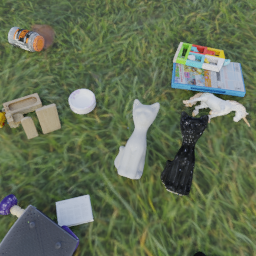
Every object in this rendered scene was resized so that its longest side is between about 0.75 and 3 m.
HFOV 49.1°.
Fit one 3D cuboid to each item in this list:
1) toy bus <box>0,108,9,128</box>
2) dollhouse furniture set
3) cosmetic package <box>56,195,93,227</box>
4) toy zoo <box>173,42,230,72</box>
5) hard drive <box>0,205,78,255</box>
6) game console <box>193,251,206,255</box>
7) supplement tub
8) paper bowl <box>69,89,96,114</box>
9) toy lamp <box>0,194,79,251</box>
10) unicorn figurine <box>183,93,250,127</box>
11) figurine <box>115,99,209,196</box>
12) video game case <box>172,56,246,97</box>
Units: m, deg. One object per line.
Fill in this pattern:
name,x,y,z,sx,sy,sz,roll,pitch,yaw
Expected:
toy bus,-5.080,-0.443,11.031,0.814,0.446,0.863,-36,66,-19
dollhouse furniture set,-3.758,-0.796,10.552,1.744,1.494,1.834,-21,62,-17
cosmetic package,-1.762,2.757,9.241,1.113,0.287,0.839,-11,61,-6
toy zoo,3.323,-3.156,12.451,2.346,0.240,1.539,15,46,11
hard drive,-2.828,3.947,7.885,2.014,0.632,2.986,30,84,16
game console,2.666,4.875,7.996,2.455,0.296,1.448,34,65,18
supplement tub,-4.665,-4.060,12.904,1.432,0.877,0.877,18,61,10
paper bowl,-1.828,-1.019,11.307,1.051,0.546,1.051,0,60,0
toy lamp,-2.786,3.035,8.822,2.752,0.801,0.801,27,63,16
unicorn figurine,3.475,-0.783,10.934,1.672,0.899,2.434,-27,57,-27
figurine,1.082,0.520,9.385,2.739,1.179,2.672,16,93,11
video game case,3.390,-2.272,11.979,2.925,0.260,2.093,8,48,5
